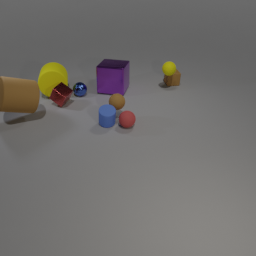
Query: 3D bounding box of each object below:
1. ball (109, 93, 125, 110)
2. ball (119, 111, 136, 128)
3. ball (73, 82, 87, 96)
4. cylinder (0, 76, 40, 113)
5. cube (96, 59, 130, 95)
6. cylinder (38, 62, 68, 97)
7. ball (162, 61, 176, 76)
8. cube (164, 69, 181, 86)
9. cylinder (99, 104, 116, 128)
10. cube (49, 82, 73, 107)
[{"bbox_3d":[-0.465,-1.110,11.858,0.700,0.700,0.700,0,32,0],"label":"ball"},{"bbox_3d":[-0.034,-0.365,11.488,0.700,0.700,0.700,0,32,0],"label":"ball"},{"bbox_3d":[-2.398,-1.942,13.993,0.700,0.700,0.700,0,32,0],"label":"ball"},{"bbox_3d":[-4.543,-1.331,11.492,1.400,1.400,1.400,2,26,-38],"label":"cylinder"},{"bbox_3d":[-0.744,-2.641,14.385,1.400,1.400,1.400,7,30,11],"label":"cube"},{"bbox_3d":[-3.724,-2.417,13.998,1.400,1.400,1.400,-6,30,-9],"label":"cylinder"},{"bbox_3d":[2.079,-3.005,14.161,0.700,0.700,0.700,0,32,0],"label":"ball"},{"bbox_3d":[2.404,-2.753,15.249,0.700,0.700,0.700,-4,33,-10],"label":"cube"},{"bbox_3d":[-0.860,-0.493,11.563,0.700,0.700,0.700,3,49,-3],"label":"cylinder"},{"bbox_3d":[-3.091,-1.557,12.976,0.700,0.700,0.700,36,45,-1],"label":"cube"}]
